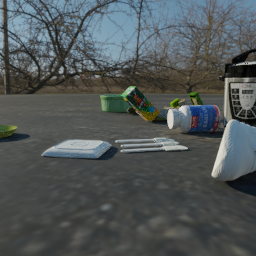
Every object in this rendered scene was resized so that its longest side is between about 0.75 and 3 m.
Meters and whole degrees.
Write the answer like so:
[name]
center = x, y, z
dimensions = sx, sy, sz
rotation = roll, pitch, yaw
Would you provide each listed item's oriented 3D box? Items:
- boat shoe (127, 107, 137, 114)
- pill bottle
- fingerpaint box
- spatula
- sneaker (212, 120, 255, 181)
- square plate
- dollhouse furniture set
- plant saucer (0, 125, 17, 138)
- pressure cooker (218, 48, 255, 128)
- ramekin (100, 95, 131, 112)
[boat shoe]
center = 0.271, -0.993, 16.448
dimensions = 0.400, 0.435, 1.219
rotation = -25, -1, 37
[pill bottle]
center = 2.413, -0.340, 10.346
dimensions = 1.774, 0.995, 0.995
rotation = -3, 9, -9
[fingerpaint box]
center = 0.544, -1.171, 13.512
dimensions = 0.728, 1.655, 1.984
rotation = -45, 12, 1
[spatula]
center = 0.611, 0.491, 7.948
dimensions = 1.839, 0.148, 1.279
rotation = -3, 15, -12
[sneaker]
center = 2.572, 0.466, 5.612
dimensions = 1.270, 1.080, 2.871
rotation = 22, 19, 27
[square plate]
center = -1.301, 0.519, 7.441
dimensions = 1.466, 0.208, 1.452
rotation = 2, 10, 11
[dollhouse furniture set]
center = 2.518, -0.754, 13.762
dimensions = 2.503, 0.966, 1.251
rotation = -33, 18, -20
[plant saucer]
center = -4.690, 0.147, 9.599
dimensions = 1.684, 0.262, 1.684
rotation = 0, 10, 0
[pressure cooker]
center = 4.629, -1.247, 9.643
dimensions = 2.635, 2.996, 2.676
rotation = 0, 10, -4
[ramekin]
center = -0.729, -1.602, 18.117
dimensions = 2.101, 1.026, 2.101
rotation = 0, 10, 0
